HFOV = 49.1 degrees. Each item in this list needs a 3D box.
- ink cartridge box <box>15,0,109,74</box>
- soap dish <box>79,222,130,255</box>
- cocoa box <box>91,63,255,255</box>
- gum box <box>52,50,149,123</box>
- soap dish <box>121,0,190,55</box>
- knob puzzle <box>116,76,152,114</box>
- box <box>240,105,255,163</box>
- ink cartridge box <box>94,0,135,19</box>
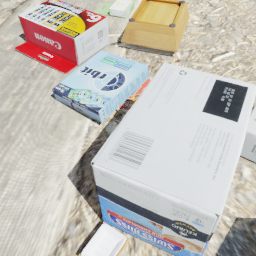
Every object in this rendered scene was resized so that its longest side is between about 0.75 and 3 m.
[{"bbox_3d":[-2.302,-3.170,9.406,2.532,1.062,2.223,27,54,22],"label":"ink cartridge box"},{"bbox_3d":[-0.415,2.164,5.009,0.600,0.310,0.763,26,52,22],"label":"soap dish"},{"bbox_3d":[0.964,0.519,5.303,1.977,1.946,2.965,19,50,18],"label":"cocoa box"},{"bbox_3d":[-0.732,-1.249,7.818,1.775,0.465,2.089,26,57,29],"label":"gum box"},{"bbox_3d":[1.054,-3.711,9.941,1.958,1.011,2.488,13,50,12],"label":"soap dish"},{"bbox_3d":[0.216,-1.041,7.985,1.990,0.276,1.990,0,48,0],"label":"knob puzzle"},{"bbox_3d":[3.393,-0.006,6.625,1.095,0.858,1.761,27,53,22],"label":"box"},{"bbox_3d":[-0.568,-5.022,11.623,1.455,0.349,1.059,17,50,12],"label":"ink cartridge box"}]
